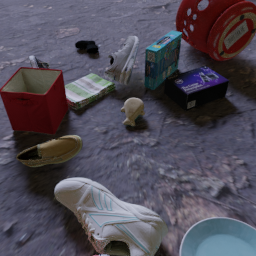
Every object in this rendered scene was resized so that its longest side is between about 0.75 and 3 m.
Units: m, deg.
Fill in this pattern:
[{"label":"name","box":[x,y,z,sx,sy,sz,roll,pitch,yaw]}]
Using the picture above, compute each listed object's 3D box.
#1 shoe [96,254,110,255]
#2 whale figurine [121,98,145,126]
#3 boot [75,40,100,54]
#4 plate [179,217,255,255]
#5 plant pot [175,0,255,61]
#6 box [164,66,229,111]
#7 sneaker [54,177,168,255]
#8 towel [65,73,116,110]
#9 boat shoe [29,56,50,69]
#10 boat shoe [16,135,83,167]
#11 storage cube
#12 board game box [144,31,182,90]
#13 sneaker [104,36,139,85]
[{"label":"shoe","box":[-0.727,3.238,4.744,0.990,0.778,2.176,-5,35,-4]},{"label":"whale figurine","box":[0.162,-0.493,9.429,0.837,0.546,1.052,9,65,11]},{"label":"boot","box":[-1.947,-3.858,13.442,1.087,0.402,0.891,-9,43,-14]},{"label":"plate","box":[2.076,2.781,5.631,2.102,0.269,2.102,0,41,0]},{"label":"plant pot","box":[4.053,-4.665,12.552,2.954,2.954,2.689,-19,52,-21]},{"label":"box","box":[2.511,-1.514,10.379,1.913,0.754,1.350,-20,41,-22]},{"label":"sneaker","box":[-0.588,1.964,6.068,2.776,0.976,1.113,20,47,21]},{"label":"towel","box":[-1.673,-1.506,10.690,1.516,0.312,2.032,30,48,30]},{"label":"boat shoe","box":[-3.454,-2.348,11.330,0.694,0.750,2.031,-21,45,-18]},{"label":"boat shoe","box":[-2.076,0.625,7.283,1.837,0.700,0.658,-22,69,18]},{"label":"storage cube","box":[-2.902,-0.893,9.004,1.469,1.545,1.719,5,40,6]},{"label":"board game box","box":[1.399,-2.729,11.143,0.496,1.595,2.113,23,45,25]},{"label":"sneaker","box":[-0.231,-2.949,11.371,1.119,1.019,2.728,14,48,-1]}]
